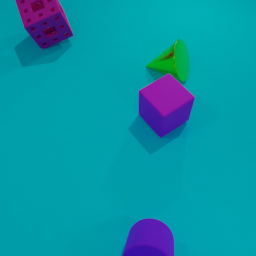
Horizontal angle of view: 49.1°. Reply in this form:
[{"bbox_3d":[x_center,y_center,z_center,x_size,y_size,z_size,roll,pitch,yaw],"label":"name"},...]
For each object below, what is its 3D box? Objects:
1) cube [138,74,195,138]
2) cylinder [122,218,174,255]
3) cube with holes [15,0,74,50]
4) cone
[{"bbox_3d":[1.059,-0.632,8.041,1.117,1.117,1.117,-32,62,-17],"label":"cube"},{"bbox_3d":[0.430,2.541,5.708,1.017,1.017,1.017,2,100,9],"label":"cylinder"},{"bbox_3d":[-2.911,-3.868,9.889,1.295,1.295,1.295,-24,70,2],"label":"cube with holes"},{"bbox_3d":[1.193,-2.185,9.449,1.364,1.359,1.359,-1,51,32],"label":"cone"}]
